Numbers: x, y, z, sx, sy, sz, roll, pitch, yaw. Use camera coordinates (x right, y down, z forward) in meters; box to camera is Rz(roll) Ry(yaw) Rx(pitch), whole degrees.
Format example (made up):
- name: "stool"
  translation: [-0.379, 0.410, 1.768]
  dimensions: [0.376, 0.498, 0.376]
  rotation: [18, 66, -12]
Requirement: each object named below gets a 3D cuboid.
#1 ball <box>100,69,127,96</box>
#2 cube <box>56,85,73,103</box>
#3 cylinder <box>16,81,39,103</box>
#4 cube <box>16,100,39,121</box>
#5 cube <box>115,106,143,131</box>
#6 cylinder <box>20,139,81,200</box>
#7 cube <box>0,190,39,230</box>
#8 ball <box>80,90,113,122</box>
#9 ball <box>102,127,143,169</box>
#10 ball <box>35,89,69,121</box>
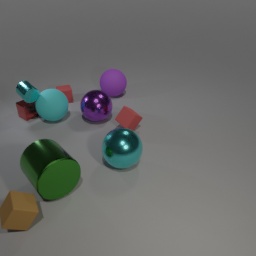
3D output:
- name: "ball"
  translation: [-0.759, -2.334, 14.407]
  dimensions: [1.400, 1.400, 1.400]
  rotation: [0, 32, 0]
- name: "cube"
  translation: [-3.176, -1.690, 14.027]
  dimensions: [0.700, 0.700, 0.700]
  rotation: [-11, 33, -16]
- name: "cylinder"
  translation: [-4.177, -1.504, 11.649]
  dimensions: [0.700, 0.700, 0.700]
  rotation: [-27, 53, -36]
- name: "cube"
  translation: [-4.539, -0.856, 12.692]
  dimensions: [0.700, 0.700, 0.700]
  rotation: [25, 40, 34]
- name: "cube"
  translation: [0.034, -0.384, 11.477]
  dimensions: [0.700, 0.700, 0.700]
  rotation: [40, 10, 26]
- name: "cylinder"
  translation: [-2.386, 1.232, 8.592]
  dimensions: [1.400, 1.400, 1.400]
  rotation: [-22, 36, -32]
- name: "cube"
  translation: [-2.905, 2.192, 7.441]
  dimensions: [0.700, 0.700, 0.700]
  rotation: [22, 18, -39]
- name: "ball"
  translation: [-1.374, -0.966, 12.215]
  dimensions: [1.400, 1.400, 1.400]
  rotation: [0, 32, 0]
- name: "ball"
  translation: [-0.197, 0.681, 9.542]
  dimensions: [1.400, 1.400, 1.400]
  rotation: [0, 32, 0]
- name: "ball"
  translation: [-3.318, -1.007, 12.258]
  dimensions: [1.400, 1.400, 1.400]
  rotation: [0, 32, 0]
